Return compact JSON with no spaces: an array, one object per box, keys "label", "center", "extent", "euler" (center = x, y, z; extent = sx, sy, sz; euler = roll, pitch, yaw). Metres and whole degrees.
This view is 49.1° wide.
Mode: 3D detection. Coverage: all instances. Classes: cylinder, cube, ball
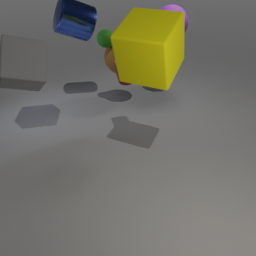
[{"label":"cylinder","center":[-0.049,-1.845,8.969],"extent":[0.700,0.700,0.700],"euler":[-9,65,-16]},{"label":"cube","center":[0.566,-2.035,7.163],"extent":[1.400,1.400,1.400],"euler":[15,55,21]},{"label":"ball","center":[-0.287,-2.949,11.672],"extent":[1.400,1.400,1.400],"euler":[0,29,0]},{"label":"cylinder","center":[-2.149,-4.369,11.260],"extent":[1.400,1.400,1.400],"euler":[8,23,-28]},{"label":"cube","center":[-3.556,-2.114,9.417],"extent":[1.400,1.400,1.400],"euler":[3,-7,-26]},{"label":"ball","center":[1.776,-4.337,11.576],"extent":[1.400,1.400,1.400],"euler":[0,29,0]},{"label":"ball","center":[-0.870,-3.494,10.950],"extent":[0.700,0.700,0.700],"euler":[0,29,0]}]
